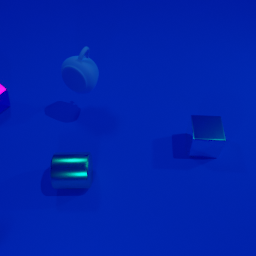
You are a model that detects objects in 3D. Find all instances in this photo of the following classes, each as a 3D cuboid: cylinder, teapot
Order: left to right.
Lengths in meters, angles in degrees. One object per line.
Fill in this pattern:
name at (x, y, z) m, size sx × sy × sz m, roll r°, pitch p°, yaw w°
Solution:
cylinder at (-1.281, 0.980, 6.482) m, size 0.840 × 0.840 × 0.840 m, roll -1°, pitch 52°, yaw 0°
teapot at (-1.190, -1.382, 7.233) m, size 0.995 × 1.600 × 0.784 m, roll 29°, pitch 48°, yaw 9°

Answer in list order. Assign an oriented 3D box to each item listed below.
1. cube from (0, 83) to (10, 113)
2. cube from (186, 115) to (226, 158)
cube at (-3.951, -0.850, 7.702) m, size 0.918 × 0.918 × 0.918 m, roll 40°, pitch 61°, yaw 4°
cube at (1.943, 0.217, 7.120) m, size 0.782 × 0.782 × 0.782 m, roll 2°, pitch 52°, yaw 2°
